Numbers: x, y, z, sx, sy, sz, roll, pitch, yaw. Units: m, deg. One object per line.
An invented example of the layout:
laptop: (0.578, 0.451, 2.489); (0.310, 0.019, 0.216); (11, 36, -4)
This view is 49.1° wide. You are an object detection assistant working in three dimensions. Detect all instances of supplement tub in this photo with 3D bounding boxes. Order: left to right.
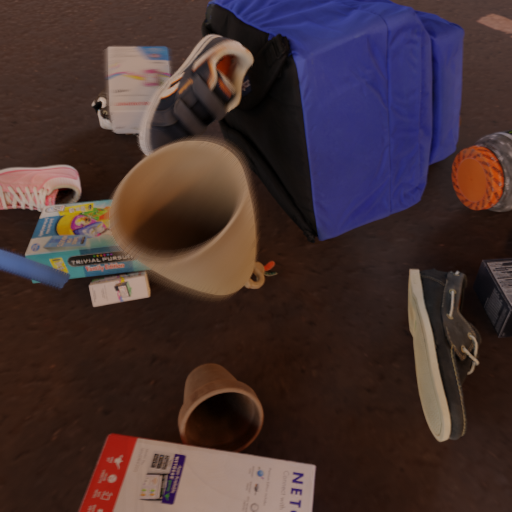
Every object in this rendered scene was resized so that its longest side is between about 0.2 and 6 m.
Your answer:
supplement tub: (5.697, -1.902, 11.911); (2.730, 1.673, 1.673); (-14, 45, -15)

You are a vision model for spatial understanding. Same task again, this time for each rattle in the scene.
rattle: (-0.119, 0.419, 10.562); (0.625, 0.686, 0.961); (41, 29, 15)

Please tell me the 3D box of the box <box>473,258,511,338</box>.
box: (4.676, 0.701, 9.782); (1.246, 0.768, 1.236); (-3, 43, -3)

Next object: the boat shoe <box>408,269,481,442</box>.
boat shoe: (3.012, 1.382, 8.770); (1.083, 1.150, 3.204); (2, 41, 9)

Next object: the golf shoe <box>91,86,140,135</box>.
golf shoe: (-3.173, -3.415, 14.178); (1.362, 1.121, 2.883); (-37, 52, -7)

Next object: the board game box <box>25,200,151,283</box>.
board game box: (-2.800, -0.416, 10.763); (2.698, 0.633, 2.037); (-7, 31, -7)

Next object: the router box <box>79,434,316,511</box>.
router box: (-0.843, 3.806, 6.463); (2.800, 0.762, 3.119); (6, 43, 6)

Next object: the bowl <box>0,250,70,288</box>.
bowl: (-3.381, 0.188, 8.242); (1.233, 1.233, 0.242); (15, 80, 16)

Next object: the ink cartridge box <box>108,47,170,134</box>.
ink cartridge box: (-1.881, -2.708, 9.128); (0.979, 0.573, 1.355); (-4, 67, -10)

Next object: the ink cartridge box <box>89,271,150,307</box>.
ink cartridge box: (-2.409, 0.572, 9.960); (0.976, 0.410, 0.706); (-10, 7, -10)

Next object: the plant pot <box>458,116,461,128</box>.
plant pot: (4.320, -3.057, 13.736); (1.113, 1.113, 0.970); (20, 65, 20)

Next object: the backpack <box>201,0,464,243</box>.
backpack: (1.354, -3.408, 11.796); (4.384, 4.245, 5.224); (-20, 38, -18)

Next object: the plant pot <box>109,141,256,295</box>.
plant pot: (-0.700, -0.260, 7.393); (1.732, 1.850, 1.732); (-8, 60, 14)

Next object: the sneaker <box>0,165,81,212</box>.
sneaker: (-4.793, -1.320, 11.893); (2.187, 0.823, 1.143); (-15, 40, -21)

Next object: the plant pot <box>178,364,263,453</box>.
plant pot: (-0.612, 2.120, 8.121); (1.203, 1.203, 1.049); (-13, 28, -14)

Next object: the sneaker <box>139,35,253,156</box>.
sneaker: (-0.884, -2.354, 8.430); (0.876, 0.865, 2.206); (28, 85, 37)
